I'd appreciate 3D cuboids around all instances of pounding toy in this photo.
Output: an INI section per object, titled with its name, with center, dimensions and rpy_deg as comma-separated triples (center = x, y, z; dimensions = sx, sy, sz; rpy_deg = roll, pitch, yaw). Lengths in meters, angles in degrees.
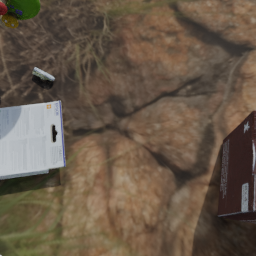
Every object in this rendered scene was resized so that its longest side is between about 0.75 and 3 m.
[pounding toy]
center = -3.120, -2.967, 7.009
dimensions = 1.792, 1.383, 0.832
rpy_deg = -2, 66, 37

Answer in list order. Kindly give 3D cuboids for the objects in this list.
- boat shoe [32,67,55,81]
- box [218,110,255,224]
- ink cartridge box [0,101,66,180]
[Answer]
[boat shoe]
center = -2.672, -1.653, 8.874
dimensions = 0.777, 0.280, 0.241
rpy_deg = 29, 98, 13
[box]
center = 3.908, 1.198, 6.726
dimensions = 2.747, 2.256, 2.279
rpy_deg = 10, 70, 4
[ink cartridge box]
center = -2.846, 0.324, 8.027
dimensions = 2.085, 0.423, 2.081
rpy_deg = -7, 70, -3
